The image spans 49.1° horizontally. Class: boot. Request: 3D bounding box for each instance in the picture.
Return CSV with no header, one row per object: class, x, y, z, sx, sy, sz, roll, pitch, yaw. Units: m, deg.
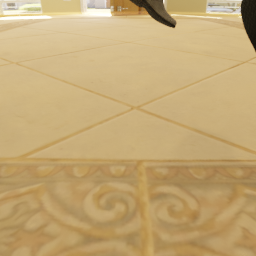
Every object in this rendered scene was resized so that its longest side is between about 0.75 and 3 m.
boot,1.041,-4.221,8.898,2.020,1.330,0.705,30,12,-23

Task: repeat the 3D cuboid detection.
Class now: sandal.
sandal,3.403,-2.295,6.581,1.060,2.821,0.675,25,71,46
